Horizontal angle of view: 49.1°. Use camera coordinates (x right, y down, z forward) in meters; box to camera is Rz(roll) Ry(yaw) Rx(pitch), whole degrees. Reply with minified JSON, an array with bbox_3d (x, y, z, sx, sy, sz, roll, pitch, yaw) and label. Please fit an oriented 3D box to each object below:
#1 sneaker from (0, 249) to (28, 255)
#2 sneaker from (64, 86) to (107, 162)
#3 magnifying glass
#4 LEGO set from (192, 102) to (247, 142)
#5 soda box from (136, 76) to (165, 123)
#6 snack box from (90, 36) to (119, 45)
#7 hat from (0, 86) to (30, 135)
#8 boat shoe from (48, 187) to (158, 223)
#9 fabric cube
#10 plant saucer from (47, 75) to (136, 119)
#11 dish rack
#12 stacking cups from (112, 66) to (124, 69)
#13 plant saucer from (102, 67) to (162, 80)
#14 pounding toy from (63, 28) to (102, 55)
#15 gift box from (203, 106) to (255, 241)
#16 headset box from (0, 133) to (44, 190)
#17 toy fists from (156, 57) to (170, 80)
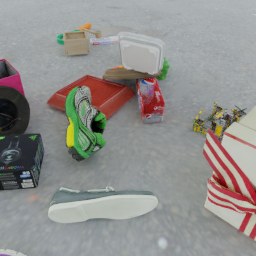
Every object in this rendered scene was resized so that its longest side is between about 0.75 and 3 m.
[{"bbox_3d":[-1.939,2.826,5.178,1.787,0.721,0.746,14,46,17],"label":"sneaker"},{"bbox_3d":[-1.155,-0.279,8.373,1.141,1.045,2.678,-22,51,12],"label":"sneaker"},{"bbox_3d":[-2.984,-5.451,16.094,1.188,0.334,2.984,15,39,18],"label":"magnifying glass"},{"bbox_3d":[2.957,-0.399,9.051,1.697,0.983,1.305,-23,43,-26],"label":"LEGO set"},{"bbox_3d":[0.763,-1.163,10.173,0.733,0.809,2.311,-2,38,-4],"label":"soda box"},{"bbox_3d":[-1.236,-4.801,15.343,1.608,0.196,0.578,-11,39,-14],"label":"snack box"},{"bbox_3d":[-3.960,-0.393,8.980,1.841,1.841,0.743,-8,-3,-10],"label":"hat"},{"bbox_3d":[-0.576,1.626,6.535,2.494,0.908,0.771,-6,42,0],"label":"boat shoe"},{"bbox_3d":[-4.565,-1.251,9.691,1.563,1.558,1.533,-25,45,-29],"label":"fabric cube"},{"bbox_3d":[-1.330,-1.275,10.496,2.473,0.455,2.478,19,37,23],"label":"plant saucer"},{"bbox_3d":[0.410,-2.391,9.378,1.565,1.824,0.397,14,73,7],"label":"dish rack"},{"bbox_3d":[-0.041,-2.648,12.470,1.343,0.406,0.406,-8,39,-5],"label":"stacking cups"},{"bbox_3d":[0.159,-2.230,11.210,2.411,0.355,2.411,-3,15,1],"label":"plant saucer"},{"bbox_3d":[-2.277,-4.427,14.304,1.924,0.880,1.690,-7,39,-9],"label":"pounding toy"},{"bbox_3d":[3.276,0.848,5.963,2.725,2.953,2.758,26,46,36],"label":"gift box"},{"bbox_3d":[-3.100,0.861,7.646,1.364,0.727,1.566,-3,38,-4],"label":"headset box"},{"bbox_3d":[1.177,-2.863,12.276,0.606,0.899,1.763,-20,42,-22],"label":"toy fists"}]
